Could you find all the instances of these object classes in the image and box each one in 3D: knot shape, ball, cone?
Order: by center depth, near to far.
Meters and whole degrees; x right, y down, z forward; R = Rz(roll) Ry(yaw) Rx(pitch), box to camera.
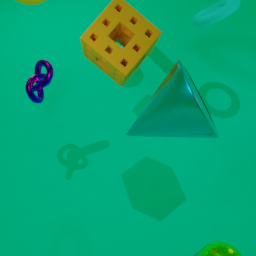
[{"bbox_3d":[1.384,2.062,4.155,0.710,0.710,0.710,0,58,0],"label":"ball"},{"bbox_3d":[0.494,-0.156,4.210,1.255,1.251,1.251,-27,57,19],"label":"cone"},{"bbox_3d":[-2.174,-1.050,6.791,0.492,1.065,0.997,22,50,-17],"label":"knot shape"}]

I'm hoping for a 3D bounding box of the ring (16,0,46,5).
[{"bbox_3d":[-2.107,-3.228,5.870,1.195,1.195,0.239,-18,35,-11],"label":"ring"}]

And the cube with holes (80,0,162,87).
[{"bbox_3d":[-0.165,-1.661,5.603,1.069,1.069,1.069,39,85,-3],"label":"cube with holes"}]

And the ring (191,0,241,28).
[{"bbox_3d":[2.446,-3.249,7.893,1.403,0.281,1.403,-26,23,12],"label":"ring"}]
